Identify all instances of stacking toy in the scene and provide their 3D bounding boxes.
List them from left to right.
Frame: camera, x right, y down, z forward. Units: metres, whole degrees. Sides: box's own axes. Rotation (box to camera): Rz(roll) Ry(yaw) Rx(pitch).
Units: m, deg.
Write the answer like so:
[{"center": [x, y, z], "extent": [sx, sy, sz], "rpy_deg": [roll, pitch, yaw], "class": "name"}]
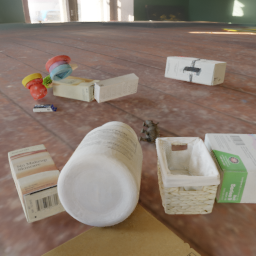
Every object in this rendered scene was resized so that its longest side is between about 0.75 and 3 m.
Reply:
[{"center": [-3.454, -2.284, 13.474], "extent": [2.484, 1.049, 2.249], "rpy_deg": [-32, -8, 17], "class": "stacking toy"}]

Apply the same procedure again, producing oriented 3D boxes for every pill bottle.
[{"center": [-0.483, 0.853, 6.867], "extent": [1.672, 1.672, 2.924], "rpy_deg": [2, 18, 5], "class": "pill bottle"}]

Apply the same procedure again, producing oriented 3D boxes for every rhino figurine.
[{"center": [0.809, 0.081, 9.859], "extent": [0.674, 0.461, 1.541], "rpy_deg": [17, 26, 0], "class": "rhino figurine"}]

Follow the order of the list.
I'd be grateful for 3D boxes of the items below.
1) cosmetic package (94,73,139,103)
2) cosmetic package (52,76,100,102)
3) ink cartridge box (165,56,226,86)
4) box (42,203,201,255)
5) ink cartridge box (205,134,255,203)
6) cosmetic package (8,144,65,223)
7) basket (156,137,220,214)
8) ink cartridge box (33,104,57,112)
[{"center": [-0.545, -1.905, 13.189], "extent": [2.116, 0.873, 0.536], "rpy_deg": [-19, 47, -29], "class": "cosmetic package"}, {"center": [-2.480, -1.947, 13.591], "extent": [2.154, 0.765, 1.133], "rpy_deg": [12, 29, 22], "class": "cosmetic package"}, {"center": [3.729, -3.195, 15.388], "extent": [2.747, 1.150, 1.982], "rpy_deg": [18, 23, 31], "class": "ink cartridge box"}, {"center": [-0.131, 2.509, 5.227], "extent": [2.467, 0.262, 2.017], "rpy_deg": [-20, 32, -33], "class": "box"}, {"center": [3.400, 1.005, 7.328], "extent": [2.478, 1.084, 1.800], "rpy_deg": [-1, 27, 1], "class": "ink cartridge box"}, {"center": [-2.281, 1.284, 7.014], "extent": [1.016, 0.858, 1.966], "rpy_deg": [-15, 30, -27], "class": "cosmetic package"}, {"center": [1.372, 1.143, 6.974], "extent": [1.263, 1.150, 1.864], "rpy_deg": [0, 26, 0], "class": "basket"}, {"center": [-3.559, -0.863, 12.085], "extent": [0.949, 0.186, 0.472], "rpy_deg": [-2, 26, -5], "class": "ink cartridge box"}]
